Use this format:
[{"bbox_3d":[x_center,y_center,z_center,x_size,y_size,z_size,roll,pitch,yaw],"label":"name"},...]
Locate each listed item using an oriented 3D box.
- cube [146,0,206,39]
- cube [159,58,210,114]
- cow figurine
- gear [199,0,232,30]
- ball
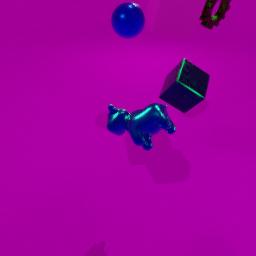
[{"bbox_3d":[1.267,-3.368,7.754,1.210,1.210,1.210,4,46,-11],"label":"cube"},{"bbox_3d":[1.448,-1.061,7.188,0.856,0.856,0.856,30,57,-12],"label":"cube"},{"bbox_3d":[0.165,-0.145,4.746,1.082,0.594,1.064,-36,57,14],"label":"cow figurine"},{"bbox_3d":[3.008,-4.103,9.565,1.390,1.390,0.257,-25,53,-32],"label":"gear"},{"bbox_3d":[0.003,-3.423,8.957,1.101,1.101,1.101,0,34,0],"label":"ball"}]
